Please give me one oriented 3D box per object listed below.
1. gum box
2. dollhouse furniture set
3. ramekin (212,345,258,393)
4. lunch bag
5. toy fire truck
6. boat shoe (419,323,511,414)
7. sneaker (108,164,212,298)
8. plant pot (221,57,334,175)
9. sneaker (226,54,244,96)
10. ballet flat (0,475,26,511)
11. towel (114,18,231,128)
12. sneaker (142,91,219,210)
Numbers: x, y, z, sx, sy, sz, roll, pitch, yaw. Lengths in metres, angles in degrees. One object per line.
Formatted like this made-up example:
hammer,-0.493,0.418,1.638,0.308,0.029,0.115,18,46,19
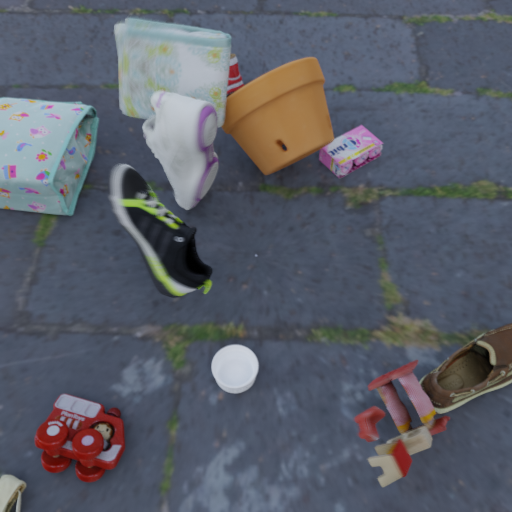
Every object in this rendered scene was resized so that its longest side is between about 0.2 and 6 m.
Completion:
gum box,2.173,-2.383,12.709,1.308,0.433,0.743,-30,59,-19
dollhouse furniture set,2.133,2.360,8.225,0.813,1.998,1.075,-32,80,22
ramekin,-0.361,1.976,9.667,0.793,0.387,0.793,0,55,0
lunch bag,-4.726,-2.288,11.980,2.187,1.566,2.568,6,60,5
toy fire truck,-2.738,2.809,8.919,1.409,0.790,1.183,12,37,7
boat shoe,3.880,1.807,9.451,2.504,0.926,0.925,-29,60,-19
sneaker,-1.526,-0.487,9.697,1.082,2.612,0.937,-17,20,25
plant pot,0.539,-2.816,11.875,2.417,2.417,1.692,-27,95,-18
sneaker,-0.899,-4.577,14.255,0.645,1.019,1.812,-29,30,-16
ballet flat,-3.809,4.017,8.184,0.540,0.540,1.555,7,55,5
towel,-1.592,-3.431,10.631,2.118,1.813,0.510,7,42,-3
sneaker,-1.471,-2.069,10.967,1.388,2.786,1.043,24,54,10
